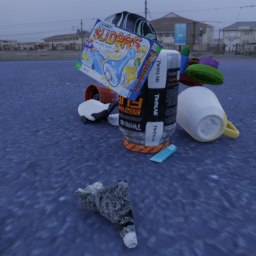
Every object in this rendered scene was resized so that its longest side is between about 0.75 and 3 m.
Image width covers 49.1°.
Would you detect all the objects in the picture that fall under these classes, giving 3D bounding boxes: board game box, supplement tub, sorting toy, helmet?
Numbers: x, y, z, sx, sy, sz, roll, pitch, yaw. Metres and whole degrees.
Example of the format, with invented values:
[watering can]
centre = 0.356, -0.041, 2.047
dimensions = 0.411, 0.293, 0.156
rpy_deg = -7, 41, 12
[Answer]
[board game box]
centre = -0.306, -1.677, 6.686
dimensions = 2.034, 1.377, 0.350
rpy_deg = 34, 11, 36
[supplement tub]
centre = 0.617, -0.866, 8.594
dimensions = 1.821, 2.972, 1.821
rpy_deg = 1, 16, 0
[sorting toy]
centre = 2.721, -2.449, 11.063
dimensions = 1.729, 1.181, 2.877
rpy_deg = 20, -1, -12
[helmet]
centre = -0.165, -3.273, 11.432
dimensions = 2.649, 2.649, 2.526
rpy_deg = 10, 39, 28

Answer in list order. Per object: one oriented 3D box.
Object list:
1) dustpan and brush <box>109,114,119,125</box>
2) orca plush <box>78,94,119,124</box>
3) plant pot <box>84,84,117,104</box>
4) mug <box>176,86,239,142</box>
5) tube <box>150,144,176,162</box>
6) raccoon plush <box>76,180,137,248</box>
[dustpan and brush]
centre = -0.243, -0.257, 11.095
dimensions = 1.132, 0.464, 1.622
rpy_deg = -7, 11, 3
[orca plush]
centre = -1.064, -0.691, 11.477
dimensions = 2.514, 1.322, 0.894
rpy_deg = -15, -38, 43
[plant pot]
centre = -1.305, -1.524, 13.898
dimensions = 1.219, 1.253, 1.253
rpy_deg = -5, 16, -45
[mug]
centre = 2.739, -0.406, 9.595
dimensions = 2.086, 1.671, 1.713
rpy_deg = -7, 26, -1
[tube]
centre = 1.055, 0.752, 8.090
dimensions = 0.375, 0.244, 0.968
rpy_deg = 4, 21, 41
[raccoon plush]
centre = -0.441, 1.479, 5.060
dimensions = 1.018, 0.735, 1.520
rpy_deg = -9, 18, -2
